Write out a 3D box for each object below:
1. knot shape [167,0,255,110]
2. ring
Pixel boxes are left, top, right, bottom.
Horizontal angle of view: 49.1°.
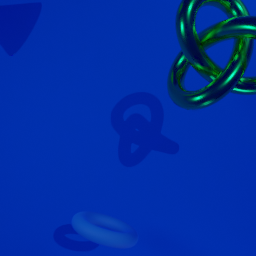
[{"bbox_3d":[1.391,-1.293,4.303,1.933,0.893,1.809,-13,93,22],"label":"knot shape"},{"bbox_3d":[-0.370,1.637,4.559,1.121,1.121,0.224,17,85,2],"label":"ring"}]
